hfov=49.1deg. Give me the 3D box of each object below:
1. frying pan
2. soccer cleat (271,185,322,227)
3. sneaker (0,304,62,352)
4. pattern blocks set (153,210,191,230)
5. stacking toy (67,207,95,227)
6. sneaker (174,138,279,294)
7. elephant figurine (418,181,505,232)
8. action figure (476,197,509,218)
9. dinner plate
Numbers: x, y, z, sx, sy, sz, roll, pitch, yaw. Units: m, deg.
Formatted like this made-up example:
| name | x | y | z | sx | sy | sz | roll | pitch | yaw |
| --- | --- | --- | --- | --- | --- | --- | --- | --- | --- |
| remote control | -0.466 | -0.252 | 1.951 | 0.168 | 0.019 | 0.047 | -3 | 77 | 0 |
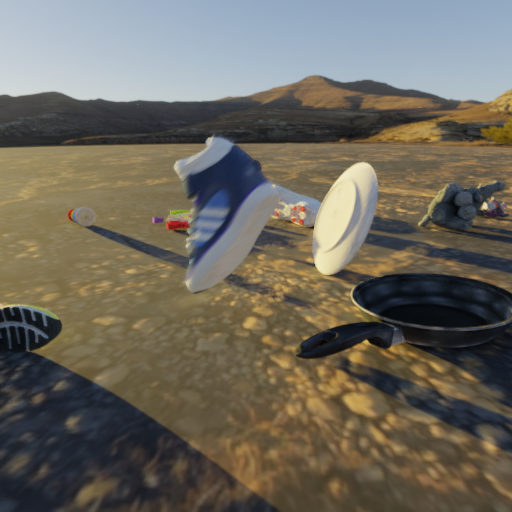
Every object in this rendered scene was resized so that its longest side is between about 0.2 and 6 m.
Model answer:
| name | x | y | z | sx | sy | sz | roll | pitch | yaw |
| --- | --- | --- | --- | --- | --- | --- | --- | --- | --- |
| frying pan | 2.171 | 0.896 | 7.205 | 2.271 | 0.611 | 3.754 | 6 | 17 | 24 |
| soccer cleat | 1.056 | -1.332 | 15.354 | 0.997 | 0.891 | 2.570 | -3 | 21 | -31 |
| sneaker | -3.267 | 0.858 | 7.346 | 1.541 | 0.602 | 0.696 | 1 | 12 | 4 |
| pattern blocks set | -1.669 | -1.018 | 15.269 | 2.333 | 0.189 | 2.051 | -9 | 17 | -31 |
| stacking toy | -4.755 | -1.054 | 15.009 | 0.523 | 0.523 | 1.224 | -10 | 10 | -35 |
| sneaker | -0.765 | -0.705 | 8.625 | 1.636 | 2.234 | 0.900 | 47 | 30 | 19 |
| elephant figurine | 5.403 | -1.359 | 14.651 | 1.447 | 1.320 | 1.865 | 25 | 32 | 28 |
| action figure | 6.636 | -1.416 | 16.068 | 1.170 | 0.612 | 1.132 | 6 | 7 | 24 |
| dinner plate | 1.536 | -0.719 | 10.389 | 0.264 | 2.174 | 2.174 | 20 | 9 | -19 |
